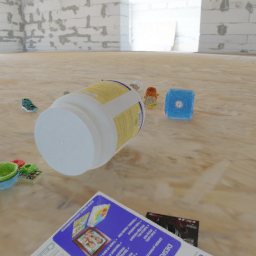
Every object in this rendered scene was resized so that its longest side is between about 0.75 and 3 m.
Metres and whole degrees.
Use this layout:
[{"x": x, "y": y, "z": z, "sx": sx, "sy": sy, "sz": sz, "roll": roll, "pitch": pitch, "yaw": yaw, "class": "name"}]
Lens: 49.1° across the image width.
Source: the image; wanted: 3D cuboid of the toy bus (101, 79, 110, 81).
[{"x": -1.336, "y": -2.663, "z": 17.544, "sx": 0.540, "sy": 0.650, "sz": 1.660, "roll": -3, "pitch": 20, "yaw": -14, "class": "toy bus"}]

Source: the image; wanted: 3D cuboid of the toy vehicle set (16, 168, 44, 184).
[{"x": -2.733, "y": 1.262, "z": 7.457, "sx": 0.835, "sy": 0.111, "sz": 0.519, "roll": 5, "pitch": 20, "yaw": 13, "class": "toy vehicle set"}]

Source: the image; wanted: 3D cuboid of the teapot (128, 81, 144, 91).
[{"x": 0.518, "y": -2.713, "z": 17.782, "sx": 0.800, "sy": 0.592, "sz": 0.810, "roll": 7, "pitch": 22, "yaw": 19, "class": "teapot"}]

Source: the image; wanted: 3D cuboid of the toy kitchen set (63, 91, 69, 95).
[{"x": -2.564, "y": -1.278, "z": 13.377, "sx": 0.962, "sy": 0.868, "sz": 0.785, "roll": -3, "pitch": 21, "yaw": 3, "class": "toy kitchen set"}]

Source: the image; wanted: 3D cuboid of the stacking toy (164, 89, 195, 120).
[{"x": 2.415, "y": -1.158, "z": 12.961, "sx": 1.242, "sy": 1.314, "sz": 2.264, "roll": 6, "pitch": 9, "yaw": 13, "class": "stacking toy"}]

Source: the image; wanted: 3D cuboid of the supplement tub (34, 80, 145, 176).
[{"x": -0.977, "y": -0.119, "z": 8.099, "sx": 2.152, "sy": 2.152, "sz": 2.960, "roll": 9, "pitch": 23, "yaw": 24, "class": "supplement tub"}]

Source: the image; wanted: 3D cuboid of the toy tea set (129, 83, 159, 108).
[{"x": 0.491, "y": -1.557, "z": 14.543, "sx": 2.309, "sy": 0.855, "sz": 1.373, "roll": 13, "pitch": 51, "yaw": 12, "class": "toy tea set"}]

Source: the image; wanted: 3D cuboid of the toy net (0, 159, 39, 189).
[{"x": -3.735, "y": 0.988, "z": 7.476, "sx": 2.532, "sy": 0.489, "sz": 1.328, "roll": 8, "pitch": 29, "yaw": 23, "class": "toy net"}]

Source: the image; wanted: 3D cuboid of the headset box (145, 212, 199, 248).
[{"x": 0.641, "y": 2.057, "z": 4.658, "sx": 0.989, "sy": 0.513, "sz": 1.329, "roll": 6, "pitch": 19, "yaw": 16, "class": "headset box"}]

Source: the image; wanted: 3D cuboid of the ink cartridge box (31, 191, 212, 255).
[{"x": -0.362, "y": 2.103, "z": 3.691, "sx": 2.248, "sy": 0.488, "sz": 2.227, "roll": 17, "pitch": 44, "yaw": 40, "class": "ink cartridge box"}]

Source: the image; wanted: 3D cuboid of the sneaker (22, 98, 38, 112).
[{"x": -4.741, "y": -1.113, "z": 13.368, "sx": 1.253, "sy": 0.572, "sz": 0.486, "roll": 18, "pitch": 27, "yaw": 39, "class": "sneaker"}]
